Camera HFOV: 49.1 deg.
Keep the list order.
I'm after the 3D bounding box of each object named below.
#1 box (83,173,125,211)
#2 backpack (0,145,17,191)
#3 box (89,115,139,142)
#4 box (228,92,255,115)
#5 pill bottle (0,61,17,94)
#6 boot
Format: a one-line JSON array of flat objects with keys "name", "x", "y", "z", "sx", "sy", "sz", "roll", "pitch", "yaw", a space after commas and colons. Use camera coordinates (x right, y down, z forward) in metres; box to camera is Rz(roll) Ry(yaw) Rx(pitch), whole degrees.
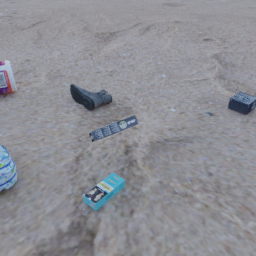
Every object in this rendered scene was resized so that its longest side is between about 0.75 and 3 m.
[{"name": "box", "x": -0.594, "y": 1.597, "z": 7.127, "sx": 0.442, "sy": 0.264, "sz": 1.073, "roll": 25, "pitch": 41, "yaw": 33}, {"name": "backpack", "x": -3.675, "y": 1.011, "z": 7.320, "sx": 1.690, "sy": 1.300, "sz": 1.379, "roll": 41, "pitch": 38, "yaw": 26}, {"name": "box", "x": -0.403, "y": 0.022, "z": 7.321, "sx": 1.198, "sy": 0.294, "sz": 0.965, "roll": -22, "pitch": -1, "yaw": -13}, {"name": "box", "x": 4.392, "y": -0.952, "z": 10.728, "sx": 0.772, "sy": 0.480, "sz": 0.779, "roll": -28, "pitch": 43, "yaw": -35}, {"name": "pill bottle", "x": -5.926, "y": -1.940, "z": 11.458, "sx": 2.355, "sy": 1.312, "sz": 1.312, "roll": -14, "pitch": 36, "yaw": -19}, {"name": "boot", "x": -1.499, "y": -1.325, "z": 11.312, "sx": 1.129, "sy": 0.598, "sz": 1.715, "roll": -23, "pitch": 51, "yaw": -35}]
